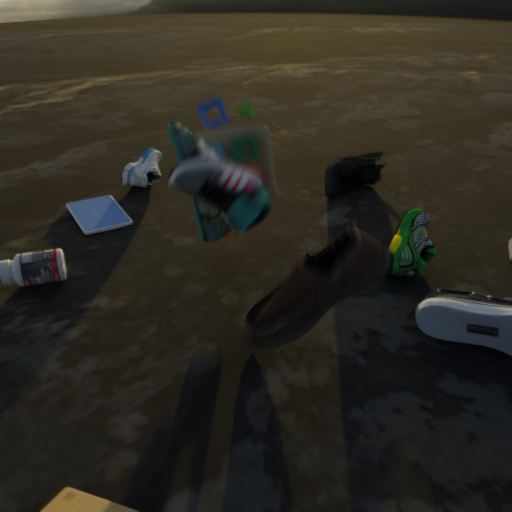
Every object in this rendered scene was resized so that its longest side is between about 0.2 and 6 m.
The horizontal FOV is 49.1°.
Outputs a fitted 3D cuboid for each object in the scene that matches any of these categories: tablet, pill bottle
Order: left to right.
[{"bbox_3d":[-4.261,0.243,10.718,1.133,0.627,0.627,-9,31,-14],"label":"pill bottle"},{"bbox_3d":[-3.760,-1.000,13.363,1.141,0.120,1.754,-16,35,-26],"label":"tablet"}]

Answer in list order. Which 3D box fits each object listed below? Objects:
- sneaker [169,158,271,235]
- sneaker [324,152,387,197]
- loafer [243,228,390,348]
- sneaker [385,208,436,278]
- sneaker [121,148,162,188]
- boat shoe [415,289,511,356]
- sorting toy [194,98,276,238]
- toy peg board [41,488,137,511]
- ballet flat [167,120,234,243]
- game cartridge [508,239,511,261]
[{"bbox_3d":[-0.471,-0.918,9.359,1.919,0.803,1.159,5,44,-41],"label":"sneaker"},{"bbox_3d":[2.651,-2.195,14.758,1.333,0.768,2.556,5,27,17],"label":"sneaker"},{"bbox_3d":[0.810,0.416,9.085,2.724,0.967,0.995,-37,34,4],"label":"loafer"},{"bbox_3d":[3.251,-0.211,11.498,0.908,0.831,2.131,19,44,17],"label":"sneaker"},{"bbox_3d":[-2.879,-2.293,15.190,0.828,0.716,1.911,19,36,6],"label":"sneaker"},{"bbox_3d":[4.034,1.073,9.117,2.731,0.955,0.905,7,32,27],"label":"boat shoe"},{"bbox_3d":[-0.500,-1.884,11.748,1.696,3.012,0.410,-7,-1,5],"label":"sorting toy"},{"bbox_3d":[-1.880,3.183,5.911,1.157,0.566,1.152,11,17,16],"label":"toy peg board"},{"bbox_3d":[-1.005,-1.516,11.118,0.954,2.569,0.954,-11,28,6],"label":"ballet flat"},{"bbox_3d":[5.991,-0.047,11.610,1.377,0.279,0.918,9,28,15],"label":"game cartridge"}]
